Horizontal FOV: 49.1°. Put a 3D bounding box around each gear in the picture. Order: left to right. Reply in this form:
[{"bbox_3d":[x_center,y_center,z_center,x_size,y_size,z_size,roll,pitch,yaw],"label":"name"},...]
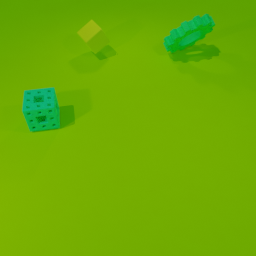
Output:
[{"bbox_3d":[2.143,-3.303,9.898,1.810,1.810,0.335,-22,84,-18],"label":"gear"}]

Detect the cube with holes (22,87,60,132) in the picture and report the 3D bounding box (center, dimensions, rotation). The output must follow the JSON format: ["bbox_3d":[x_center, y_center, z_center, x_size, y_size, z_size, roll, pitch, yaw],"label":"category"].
[{"bbox_3d":[-2.446,-0.528,7.986,0.837,0.837,0.837,-7,49,-7],"label":"cube with holes"}]

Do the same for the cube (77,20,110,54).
[{"bbox_3d":[-1.235,-3.253,10.037,0.719,0.719,0.719,-40,59,2],"label":"cube"}]
